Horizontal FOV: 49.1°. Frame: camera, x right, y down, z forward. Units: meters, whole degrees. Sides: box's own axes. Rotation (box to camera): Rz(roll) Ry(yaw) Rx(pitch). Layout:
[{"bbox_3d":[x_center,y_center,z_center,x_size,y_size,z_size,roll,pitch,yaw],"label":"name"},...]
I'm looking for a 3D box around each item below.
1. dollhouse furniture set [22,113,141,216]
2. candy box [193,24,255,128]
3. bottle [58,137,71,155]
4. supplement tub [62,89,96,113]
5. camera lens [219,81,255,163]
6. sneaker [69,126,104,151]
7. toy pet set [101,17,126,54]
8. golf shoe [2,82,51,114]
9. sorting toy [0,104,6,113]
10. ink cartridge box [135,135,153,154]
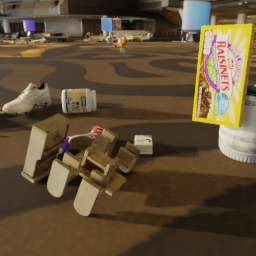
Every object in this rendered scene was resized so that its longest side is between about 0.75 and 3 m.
[{"bbox_3d":[-1.235,0.960,6.802,2.314,1.537,2.028,31,30,14],"label":"dollhouse furniture set"},{"bbox_3d":[2.475,-1.371,7.405,1.315,2.573,0.340,11,15,33],"label":"candy box"},{"bbox_3d":[-2.164,0.586,8.370,0.517,0.404,1.238,13,25,34],"label":"bottle"},{"bbox_3d":[-2.068,-1.169,11.988,1.395,1.008,1.008,-3,22,-6],"label":"supplement tub"},{"bbox_3d":[3.584,-0.234,8.168,1.651,2.064,1.651,0,21,0],"label":"camera lens"},{"bbox_3d":[-1.237,0.298,8.953,1.441,0.513,0.810,-2,24,-25],"label":"sneaker"},{"bbox_3d":[-0.653,-3.753,11.315,0.749,1.317,1.411,-10,28,-18],"label":"toy pet set"},{"bbox_3d":[-4.423,-1.352,12.207,0.949,1.178,2.423,17,28,24],"label":"golf shoe"},{"bbox_3d":[-5.620,-0.856,12.250,1.466,0.248,0.707,-2,22,-6],"label":"sorting toy"},{"bbox_3d":[0.482,0.509,8.687,0.551,0.312,0.751,0,22,1],"label":"ink cartridge box"}]
